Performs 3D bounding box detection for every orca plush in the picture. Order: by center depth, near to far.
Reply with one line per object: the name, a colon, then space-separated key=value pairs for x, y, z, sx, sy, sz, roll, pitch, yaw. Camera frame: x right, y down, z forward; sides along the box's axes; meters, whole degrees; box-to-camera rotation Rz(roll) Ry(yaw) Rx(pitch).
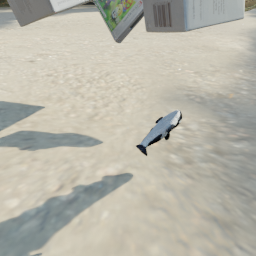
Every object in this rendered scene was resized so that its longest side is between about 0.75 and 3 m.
orca plush: x=0.492 y=0.103 z=3.857 sx=0.775 sy=0.276 sz=0.408 roll=-50 pitch=28 yaw=-18

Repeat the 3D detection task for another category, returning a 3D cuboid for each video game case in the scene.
video game case: x=-0.088 y=-4.189 z=8.205 sx=0.278 sy=2.291 sz=2.517 roll=3 pitch=54 yaw=-49

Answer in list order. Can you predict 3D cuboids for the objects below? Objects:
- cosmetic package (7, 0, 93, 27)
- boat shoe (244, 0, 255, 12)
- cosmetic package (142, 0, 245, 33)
cosmetic package: x=-1.804 y=-3.601 z=6.470 sx=1.757 sy=1.759 sz=2.131 roll=-36 pitch=29 yaw=-28
boat shoe: x=2.182 y=-3.310 z=6.798 sx=2.041 sy=0.663 sz=0.736 roll=11 pitch=60 yaw=10
cosmetic package: x=0.811 y=-1.725 z=3.560 sx=1.015 sy=0.844 sz=0.849 roll=-21 pitch=25 yaw=-26
